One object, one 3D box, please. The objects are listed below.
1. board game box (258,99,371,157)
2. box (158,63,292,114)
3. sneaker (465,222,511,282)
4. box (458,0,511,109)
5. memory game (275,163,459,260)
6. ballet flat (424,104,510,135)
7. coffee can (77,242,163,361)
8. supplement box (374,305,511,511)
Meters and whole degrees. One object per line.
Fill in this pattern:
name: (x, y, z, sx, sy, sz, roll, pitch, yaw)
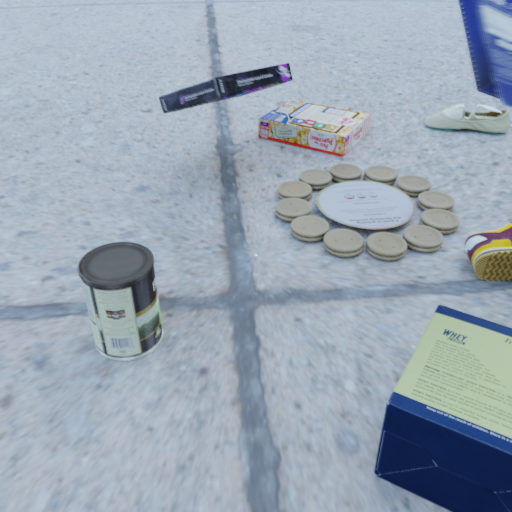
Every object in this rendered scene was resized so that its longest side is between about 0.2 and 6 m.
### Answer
board game box: (1.373, -3.052, 13.099, 2.159, 0.500, 1.635, 19, 39, 25)
box: (-0.555, -3.216, 10.755, 1.560, 0.394, 2.182, -1, 18, 44)
sneaker: (4.345, -0.148, 8.668, 2.109, 0.790, 0.950, 2, 41, 1)
box: (2.557, -2.065, 5.743, 0.927, 0.248, 1.530, 7, 69, -31)
memory game: (1.999, -0.900, 10.265, 3.360, 0.214, 3.360, 1, 35, 0)
ballet flat: (5.058, -3.329, 13.372, 1.943, 0.675, 0.675, 7, 35, 9)
coffee can: (-1.714, 0.584, 7.199, 0.920, 1.257, 0.920, 0, 35, 0)
supplement box: (2.359, 1.648, 5.768, 1.702, 1.143, 1.700, 19, 39, 25)
